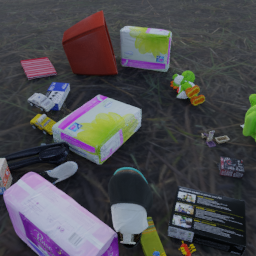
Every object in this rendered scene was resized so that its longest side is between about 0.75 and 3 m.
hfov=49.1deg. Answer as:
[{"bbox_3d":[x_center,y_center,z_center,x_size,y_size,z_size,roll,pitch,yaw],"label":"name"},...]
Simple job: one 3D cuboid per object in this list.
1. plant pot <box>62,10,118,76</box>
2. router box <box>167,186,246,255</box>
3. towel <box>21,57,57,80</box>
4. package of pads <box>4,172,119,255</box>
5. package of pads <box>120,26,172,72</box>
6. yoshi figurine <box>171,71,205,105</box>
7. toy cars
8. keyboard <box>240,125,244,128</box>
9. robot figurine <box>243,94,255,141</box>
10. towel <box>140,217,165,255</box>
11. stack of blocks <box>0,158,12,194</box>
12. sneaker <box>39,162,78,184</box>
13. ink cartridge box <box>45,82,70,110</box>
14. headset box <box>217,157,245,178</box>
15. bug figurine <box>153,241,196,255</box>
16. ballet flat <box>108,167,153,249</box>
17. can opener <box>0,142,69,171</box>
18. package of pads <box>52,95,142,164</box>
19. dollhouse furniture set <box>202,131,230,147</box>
[{"bbox_3d":[-2.062,-4.297,14.893,2.340,2.656,2.653,-13,38,2],"label":"plant pot"},{"bbox_3d":[2.177,2.473,7.689,1.950,0.498,1.454,11,39,14],"label":"router box"},{"bbox_3d":[-4.907,-3.290,15.321,1.553,0.241,2.147,-15,42,-22],"label":"towel"},{"bbox_3d":[-1.594,2.476,6.640,2.960,1.783,1.120,25,45,29],"label":"package of pads"},{"bbox_3d":[0.916,-4.283,15.065,2.723,2.104,0.929,10,38,13],"label":"package of pads"},{"bbox_3d":[2.878,-2.066,13.091,1.246,1.251,2.226,4,33,-21],"label":"yoshi figurine"},{"bbox_3d":[-3.514,-0.715,11.412,1.089,0.538,2.429,-15,52,-10],"label":"toy cars"},{"bbox_3d":[5.261,-0.135,11.398,1.358,0.072,0.382,-12,39,-15],"label":"keyboard"},{"bbox_3d":[5.521,-0.369,10.526,2.591,1.499,2.273,-21,37,-24],"label":"robot figurine"},{"bbox_3d":[0.569,2.926,7.434,0.527,0.111,1.225,-11,39,-12],"label":"towel"},{"bbox_3d":[-4.823,1.393,8.459,2.195,1.264,0.643,-2,38,-3],"label":"stack of blocks"},{"bbox_3d":[-2.301,1.523,9.028,1.447,0.524,0.520,-23,72,-10],"label":"sneaker"},{"bbox_3d":[-3.321,-1.487,12.865,0.843,0.397,1.794,4,38,4],"label":"ink cartridge box"},{"bbox_3d":[3.402,1.302,9.350,0.829,0.311,0.616,8,39,10],"label":"headset box"},{"bbox_3d":[1.161,3.277,6.836,1.145,0.295,0.888,-7,44,-16],"label":"bug figurine"},{"bbox_3d":[0.082,2.037,6.406,0.977,2.873,0.983,0,50,5],"label":"ballet flat"},{"bbox_3d":[-3.175,0.932,9.433,2.472,0.972,0.784,-11,59,0],"label":"can opener"},{"bbox_3d":[-1.028,-0.071,10.568,2.218,0.979,2.871,22,43,25],"label":"package of pads"},{"bbox_3d":[3.330,0.211,10.508,0.865,0.614,0.685,-10,39,-13],"label":"dollhouse furniture set"}]
